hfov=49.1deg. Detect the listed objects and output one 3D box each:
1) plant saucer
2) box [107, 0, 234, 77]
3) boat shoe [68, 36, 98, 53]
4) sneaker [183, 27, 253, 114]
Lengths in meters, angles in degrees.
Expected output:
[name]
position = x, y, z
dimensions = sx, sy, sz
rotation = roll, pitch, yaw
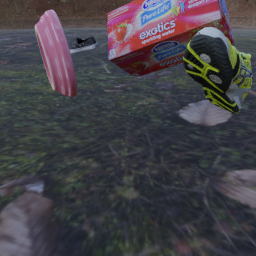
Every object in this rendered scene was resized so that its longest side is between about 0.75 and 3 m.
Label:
[plant saucer]
position = -1.644, -1.594, 6.276
dimensions = 0.485, 1.914, 1.914
rotation = -18, 28, -16
[box]
position = 0.881, -2.217, 6.276
dimensions = 2.563, 1.277, 1.223
rotation = -12, -18, 30
[boat shoe]
position = -1.834, -3.223, 10.699
dimensions = 1.445, 0.479, 0.505
rotation = 3, 42, 32
[sneaker]
position = 1.845, -1.209, 5.466
dimensions = 0.968, 0.981, 2.567
rotation = 31, -2, 32
